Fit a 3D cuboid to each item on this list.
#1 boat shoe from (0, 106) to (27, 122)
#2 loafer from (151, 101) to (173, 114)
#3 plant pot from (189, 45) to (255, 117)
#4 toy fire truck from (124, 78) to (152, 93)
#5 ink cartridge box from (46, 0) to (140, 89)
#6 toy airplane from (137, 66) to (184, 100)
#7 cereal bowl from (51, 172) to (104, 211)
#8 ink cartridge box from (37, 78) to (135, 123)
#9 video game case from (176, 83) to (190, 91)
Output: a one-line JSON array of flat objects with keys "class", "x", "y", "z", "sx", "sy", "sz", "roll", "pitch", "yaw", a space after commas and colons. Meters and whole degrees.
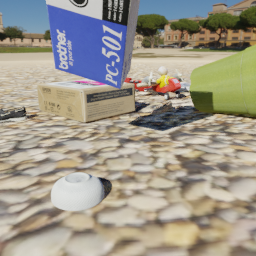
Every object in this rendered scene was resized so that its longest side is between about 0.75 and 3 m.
[{"class": "boat shoe", "x": -3.570, "y": -0.375, "z": 8.015, "sx": 1.290, "sy": 0.389, "sz": 0.477, "roll": -8, "pitch": 18, "yaw": -27}, {"class": "loafer", "x": 1.120, "y": -0.692, "z": 9.248, "sx": 0.981, "sy": 0.308, "sz": 0.353, "roll": -15, "pitch": 22, "yaw": -42}, {"class": "plant pot", "x": 3.185, "y": -1.336, "z": 8.636, "sx": 2.233, "sy": 2.351, "sz": 2.351, "roll": -2, "pitch": 12, "yaw": 37}, {"class": "toy fire truck", "x": 0.547, "y": -2.151, "z": 13.891, "sx": 2.083, "sy": 0.508, "sz": 1.469, "roll": 5, "pitch": 17, "yaw": 16}, {"class": "ink cartridge box", "x": -0.479, "y": -1.839, "z": 3.938, "sx": 1.253, "sy": 2.665, "sz": 0.589, "roll": 18, "pitch": 52, "yaw": 7}, {"class": "toy airplane", "x": 1.431, "y": -1.964, "z": 11.862, "sx": 1.812, "sy": 1.284, "sz": 1.820, "roll": 3, "pitch": 18, "yaw": 17}, {"class": "cereal bowl", "x": -0.716, "y": 0.845, "z": 3.993, "sx": 0.751, "sy": 0.313, "sz": 0.751, "roll": 0, "pitch": 15, "yaw": 0}, {"class": "ink cartridge box", "x": -1.381, "y": -1.004, "z": 9.147, "sx": 2.574, "sy": 0.967, "sz": 2.121, "roll": 14, "pitch": 22, "yaw": 42}, {"class": "video game case", "x": 2.471, "y": -2.136, "z": 14.367, "sx": 1.667, "sy": 0.214, "sz": 1.834, "roll": -2, "pitch": 16, "yaw": -7}]
